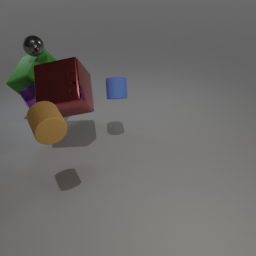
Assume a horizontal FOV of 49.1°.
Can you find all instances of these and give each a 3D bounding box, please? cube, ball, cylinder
[{"bbox_3d":[-3.136,-0.978,9.521,0.700,0.700,0.700,-34,55,-17],"label":"cube"},{"bbox_3d":[-3.383,-1.888,10.605,1.400,1.400,1.400,-9,51,37],"label":"cube"},{"bbox_3d":[-3.239,-2.810,9.601,0.700,0.700,0.700,0,33,0],"label":"ball"},{"bbox_3d":[-0.381,-1.328,9.405,0.700,0.700,0.700,-3,4,0],"label":"cylinder"},{"bbox_3d":[-2.002,-1.224,8.927,1.400,1.400,1.400,-10,-13,8],"label":"cube"},{"bbox_3d":[-1.755,-0.116,6.056,0.700,0.700,0.700,-16,43,-24],"label":"cylinder"}]
